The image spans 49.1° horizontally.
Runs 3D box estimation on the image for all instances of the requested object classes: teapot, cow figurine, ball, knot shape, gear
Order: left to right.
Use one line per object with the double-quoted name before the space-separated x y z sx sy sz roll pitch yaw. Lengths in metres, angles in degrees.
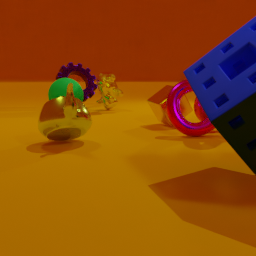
"teapot" -1.187 -0.246 5.267 1.000 0.788 1.609 -5 -19 -24
"ball" -2.226 -1.170 10.057 1.243 1.243 1.243 0 10 0
"gear" -2.098 -1.887 11.535 1.677 1.677 0.310 -7 -17 -34
"cow figurine" -0.794 -1.378 10.500 0.818 1.490 1.466 -34 27 -19
"knot shape" 1.703 -0.529 5.966 1.785 1.907 0.881 -16 34 2

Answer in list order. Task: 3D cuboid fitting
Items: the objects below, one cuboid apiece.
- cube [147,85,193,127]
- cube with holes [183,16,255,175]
"cube" 1.084 -0.591 7.318 0.737 0.737 0.737 -38 24 -10
"cube with holes" 1.522 -0.368 3.169 1.127 1.127 1.127 -37 31 20
